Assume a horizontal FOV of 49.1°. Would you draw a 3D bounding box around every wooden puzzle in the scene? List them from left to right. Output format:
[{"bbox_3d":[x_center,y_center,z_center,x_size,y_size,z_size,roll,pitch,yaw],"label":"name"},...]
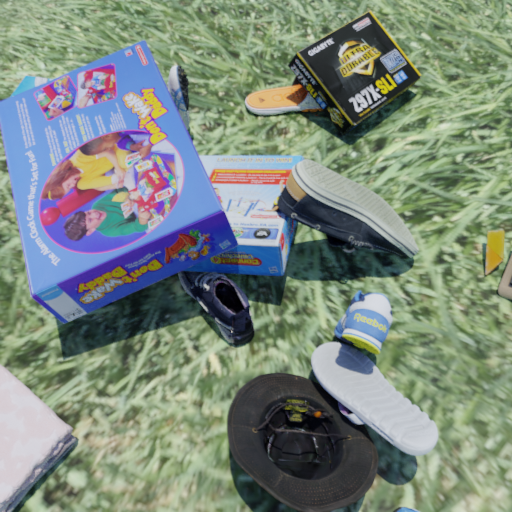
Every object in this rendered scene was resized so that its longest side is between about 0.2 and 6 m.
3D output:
[{"bbox_3d":[5.373,0.255,10.447,2.285,0.267,1.541,11,77,33],"label":"wooden puzzle"}]

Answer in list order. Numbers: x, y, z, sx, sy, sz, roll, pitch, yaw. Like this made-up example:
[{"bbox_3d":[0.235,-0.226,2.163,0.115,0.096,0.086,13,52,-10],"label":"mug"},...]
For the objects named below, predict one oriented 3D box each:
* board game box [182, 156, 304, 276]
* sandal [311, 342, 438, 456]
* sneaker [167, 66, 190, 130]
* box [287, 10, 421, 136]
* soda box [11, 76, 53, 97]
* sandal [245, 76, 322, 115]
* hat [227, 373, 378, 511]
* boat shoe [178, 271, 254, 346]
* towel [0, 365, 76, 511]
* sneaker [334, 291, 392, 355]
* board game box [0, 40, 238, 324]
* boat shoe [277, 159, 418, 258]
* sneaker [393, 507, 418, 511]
[{"bbox_3d":[-0.602,-0.889,10.945,2.781,0.777,2.723,3,44,14],"label":"board game box"},{"bbox_3d":[1.670,2.254,8.681,1.008,0.608,2.476,-13,34,-28],"label":"sandal"},{"bbox_3d":[-1.849,-3.431,12.481,0.743,2.051,0.737,2,68,-7],"label":"sneaker"},{"bbox_3d":[2.421,-4.451,13.538,2.702,0.667,2.157,-37,91,-26],"label":"box"},{"bbox_3d":[-4.356,-3.553,13.357,2.618,0.840,0.888,10,55,6],"label":"soda box"},{"bbox_3d":[1.107,-4.095,13.762,2.777,0.796,1.064,-13,56,-10],"label":"sandal"},{"bbox_3d":[0.588,2.970,8.508,2.474,0.998,2.474,10,31,-6],"label":"hat"},{"bbox_3d":[-0.762,0.542,10.295,0.822,1.021,2.202,-31,59,-21],"label":"boat shoe"},{"bbox_3d":[-5.564,3.211,8.629,3.960,0.668,4.146,31,60,20],"label":"towel"},{"bbox_3d":[1.819,1.085,9.246,0.807,2.182,0.897,21,85,4],"label":"sneaker"},{"bbox_3d":[-2.733,-1.606,10.303,3.262,1.086,4.851,-24,57,-2],"label":"board game box"},{"bbox_3d":[1.750,-0.683,10.442,3.253,1.012,1.213,22,36,-31],"label":"boat shoe"},{"bbox_3d":[2.736,4.347,7.582,0.884,1.014,2.254,-34,61,-22],"label":"sneaker"}]
